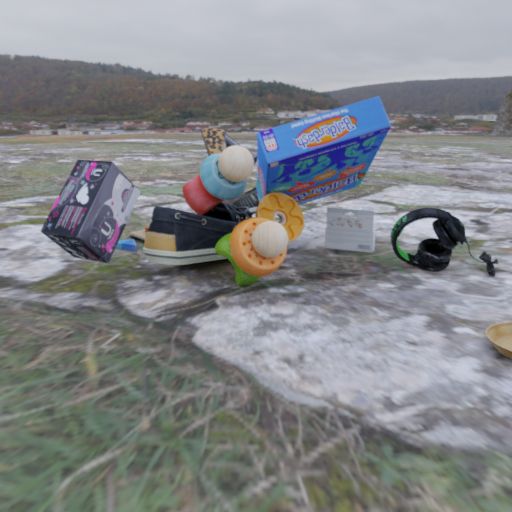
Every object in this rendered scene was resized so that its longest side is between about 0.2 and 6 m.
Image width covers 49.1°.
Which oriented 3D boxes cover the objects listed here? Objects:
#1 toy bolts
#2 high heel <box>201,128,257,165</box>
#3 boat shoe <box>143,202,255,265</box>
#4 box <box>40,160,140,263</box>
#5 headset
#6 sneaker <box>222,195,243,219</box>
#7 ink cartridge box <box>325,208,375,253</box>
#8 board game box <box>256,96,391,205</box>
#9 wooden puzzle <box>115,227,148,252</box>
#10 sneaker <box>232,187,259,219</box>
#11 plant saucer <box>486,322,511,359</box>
[{"bbox_3d":[0.025,-0.847,8.744,1.925,2.015,1.397,-38,3,-31],"label":"toy bolts"},{"bbox_3d":[-1.062,-1.843,11.325,1.376,0.689,1.931,36,55,15],"label":"high heel"},{"bbox_3d":[-0.698,-0.549,10.543,1.275,1.064,3.417,7,10,37],"label":"boat shoe"},{"bbox_3d":[-2.520,-0.691,8.708,0.768,1.340,0.885,9,-24,27],"label":"box"},{"bbox_3d":[3.219,-0.142,9.598,1.815,1.121,0.853,15,39,-11],"label":"headset"},{"bbox_3d":[-0.913,-1.559,14.550,0.880,0.935,2.284,-11,19,-33],"label":"sneaker"},{"bbox_3d":[1.859,-0.525,11.063,0.970,0.842,0.211,7,17,23],"label":"ink cartridge box"},{"bbox_3d":[1.017,-1.604,9.681,2.002,0.592,2.632,-18,-12,-4],"label":"board game box"},{"bbox_3d":[-1.590,-0.497,11.945,1.852,0.321,2.745,11,19,34],"label":"wooden puzzle"},{"bbox_3d":[0.640,-1.744,11.411,2.807,1.270,0.933,-26,8,-3],"label":"sneaker"},{"bbox_3d":[3.265,1.065,6.636,1.039,0.184,1.039,0,16,0],"label":"plant saucer"}]
